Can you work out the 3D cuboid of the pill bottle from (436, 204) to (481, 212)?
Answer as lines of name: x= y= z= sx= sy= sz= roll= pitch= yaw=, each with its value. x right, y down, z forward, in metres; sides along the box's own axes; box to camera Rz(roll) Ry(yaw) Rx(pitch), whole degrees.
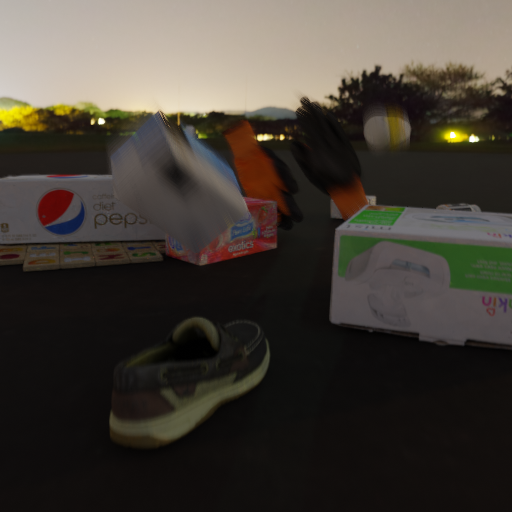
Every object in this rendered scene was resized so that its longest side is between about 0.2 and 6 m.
pill bottle: x=5.040 y=-0.995 z=14.002 sx=1.048 sy=0.610 sz=0.610 roll=-4 pitch=14 yaw=-19

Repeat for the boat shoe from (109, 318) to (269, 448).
boat shoe: x=-0.519 y=0.987 z=5.454 sx=0.847 sy=0.779 sz=2.370 roll=7 pitch=15 yaw=26

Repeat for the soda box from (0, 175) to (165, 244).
soda box: x=-3.441 y=-1.066 z=12.191 sx=3.974 sy=1.354 sz=1.265 roll=-2 pitch=13 yaw=-8

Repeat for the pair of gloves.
pair of gloves: x=0.820 y=-1.865 z=12.277 sx=3.200 sy=2.851 sz=0.396 roll=-8 pitch=27 yaw=43

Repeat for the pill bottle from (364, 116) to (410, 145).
pill bottle: x=2.473 y=-2.333 z=10.443 sx=0.517 sy=0.517 sz=0.929 roll=13 pitch=17 yaw=43

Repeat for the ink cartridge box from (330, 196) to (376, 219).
ink cartridge box: x=2.711 y=-1.360 z=15.625 sx=0.928 sy=0.536 sz=1.272 roll=7 pitch=15 yaw=27

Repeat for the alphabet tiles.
alphabet tiles: x=-3.462 y=-0.193 z=11.701 sx=3.740 sy=0.118 sz=3.112 roll=-5 pitch=14 yaw=-18

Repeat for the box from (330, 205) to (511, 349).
box: x=2.622 y=0.184 z=7.659 sx=2.787 sy=1.348 sz=2.460 roll=6 pitch=13 yaw=20

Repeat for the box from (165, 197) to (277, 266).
box: x=-0.677 y=-0.559 z=11.309 sx=2.150 sy=1.018 sz=1.103 roll=-13 pitch=19 yaw=-43

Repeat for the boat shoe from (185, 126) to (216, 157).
boat shoe: x=-1.074 y=-1.803 z=11.046 sx=0.597 sy=1.747 sz=0.645 roll=-5 pitch=-29 yaw=-13

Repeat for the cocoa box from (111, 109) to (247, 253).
cocoa box: x=-1.182 y=-1.114 z=8.568 sx=1.738 sy=1.159 sz=1.140 roll=36 pitch=22 yaw=-39
